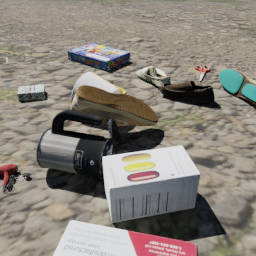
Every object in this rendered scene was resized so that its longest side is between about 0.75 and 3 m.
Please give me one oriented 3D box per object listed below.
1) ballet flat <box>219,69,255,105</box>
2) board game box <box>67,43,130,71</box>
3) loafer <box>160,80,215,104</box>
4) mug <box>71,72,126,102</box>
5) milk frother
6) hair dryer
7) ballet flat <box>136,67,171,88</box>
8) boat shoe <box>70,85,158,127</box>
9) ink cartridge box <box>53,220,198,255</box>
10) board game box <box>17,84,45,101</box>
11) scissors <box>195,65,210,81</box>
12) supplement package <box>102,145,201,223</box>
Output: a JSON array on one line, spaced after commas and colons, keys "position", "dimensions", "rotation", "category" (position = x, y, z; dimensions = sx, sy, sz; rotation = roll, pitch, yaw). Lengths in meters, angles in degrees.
[{"position": [4.688, -1.549, 11.059], "dimensions": [0.887, 0.958, 2.716], "rotation": [13, 27, -31], "category": "ballet flat"}, {"position": [-1.536, -3.792, 14.700], "dimensions": [2.767, 0.477, 1.873], "rotation": [23, 39, 32], "category": "board game box"}, {"position": [2.316, -1.531, 10.902], "dimensions": [2.155, 0.769, 0.787], "rotation": [11, 34, 16], "category": "loafer"}, {"position": [-0.845, -1.147, 9.729], "dimensions": [1.463, 1.427, 1.782], "rotation": [26, 65, 22], "category": "mug"}, {"position": [-1.174, 0.426, 7.593], "dimensions": [1.735, 1.665, 1.844], "rotation": [9, -6, 13], "category": "milk frother"}, {"position": [-3.079, 1.203, 7.104], "dimensions": [1.004, 0.273, 0.765], "rotation": [16, 37, 25], "category": "hair dryer"}, {"position": [1.149, -2.335, 12.242], "dimensions": [0.741, 0.685, 2.198], "rotation": [-21, 38, -29], "category": "ballet flat"}, {"position": [-0.378, -0.513, 8.653], "dimensions": [2.748, 0.887, 0.979], "rotation": [17, 39, -21], "category": "boat shoe"}, {"position": [-0.258, 2.899, 3.554], "dimensions": [2.155, 1.225, 2.958], "rotation": [7, 33, 10], "category": "ink cartridge box"}, {"position": [-3.840, -1.420, 11.159], "dimensions": [0.993, 0.319, 0.733], "rotation": [-7, 33, -12], "category": "board game box"}, {"position": [3.575, -2.585, 13.136], "dimensions": [0.712, 0.136, 1.947], "rotation": [4, 31, 3], "category": "scissors"}, {"position": [0.463, 1.229, 6.319], "dimensions": [1.930, 1.057, 1.098], "rotation": [-8, 33, -11], "category": "supplement package"}]
